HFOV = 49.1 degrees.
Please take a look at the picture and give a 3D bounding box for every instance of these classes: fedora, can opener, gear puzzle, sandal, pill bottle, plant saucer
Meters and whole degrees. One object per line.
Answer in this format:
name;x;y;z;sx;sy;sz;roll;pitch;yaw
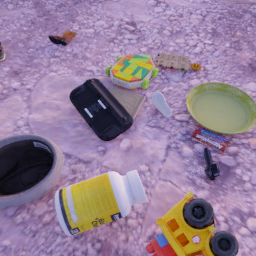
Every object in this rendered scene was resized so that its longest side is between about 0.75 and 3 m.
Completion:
fedora;-3.205;1.400;8.358;2.707;1.222;2.394;-21;54;-14
can opener;2.684;1.161;9.133;0.484;0.390;1.231;-20;38;18
gear puzzle;2.259;-2.869;12.477;2.044;0.268;1.059;11;50;5
sandal;1.294;-0.867;10.828;0.485;0.293;1.191;-26;67;-1
pill bottle;-0.717;1.961;7.695;2.309;1.294;1.294;-18;53;-4
plant saucer;3.495;-0.709;10.544;2.690;0.418;2.690;2;50;-2

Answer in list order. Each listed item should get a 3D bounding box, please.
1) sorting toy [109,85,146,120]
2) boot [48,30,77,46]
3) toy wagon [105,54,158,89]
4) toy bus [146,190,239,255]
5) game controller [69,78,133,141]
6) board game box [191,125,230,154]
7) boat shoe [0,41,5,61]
sorting toy;-0.148;-1.128;11.056;1.577;0.283;2.117;16;50;15
boot;-3.206;-4.545;13.728;1.038;0.378;1.103;14;52;12
toy wagon;0.313;-2.597;12.008;1.930;0.492;2.488;24;53;20
toy bus;1.579;2.978;7.069;2.000;1.414;2.084;-33;57;-5
game controller;-1.046;-0.740;10.363;1.412;0.570;2.707;-38;64;-6
board game box;2.904;0.389;9.895;1.228;0.119;0.632;27;57;20
boat shoe;-6.041;-3.626;12.905;0.547;0.484;1.493;-20;54;-15
